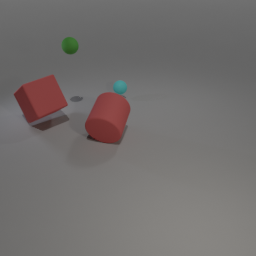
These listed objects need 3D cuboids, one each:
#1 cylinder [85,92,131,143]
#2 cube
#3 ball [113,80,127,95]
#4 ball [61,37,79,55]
[{"bbox_3d":[-0.741,-0.388,10.581,1.400,1.400,1.400,8,50,14],"label":"cylinder"},{"bbox_3d":[-3.610,-1.181,11.575,1.400,1.400,1.400,-30,9,-35],"label":"cube"},{"bbox_3d":[-0.395,-2.013,13.935,0.700,0.700,0.700,0,29,0],"label":"ball"},{"bbox_3d":[-2.399,-3.401,11.585,0.700,0.700,0.700,0,29,0],"label":"ball"}]
